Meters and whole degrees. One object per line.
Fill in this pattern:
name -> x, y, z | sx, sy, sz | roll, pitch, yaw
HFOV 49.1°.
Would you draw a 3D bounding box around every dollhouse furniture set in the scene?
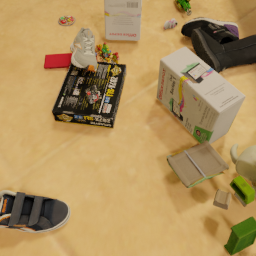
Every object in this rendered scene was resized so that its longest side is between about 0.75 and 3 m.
dollhouse furniture set -> 2.392, 1.823, 7.818 | 1.470, 1.136, 2.942 | -23, 49, -12

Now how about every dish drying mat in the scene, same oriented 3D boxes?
dish drying mat -> -2.306, -2.751, 11.371 | 2.121, 0.193, 0.815 | -5, 54, -2

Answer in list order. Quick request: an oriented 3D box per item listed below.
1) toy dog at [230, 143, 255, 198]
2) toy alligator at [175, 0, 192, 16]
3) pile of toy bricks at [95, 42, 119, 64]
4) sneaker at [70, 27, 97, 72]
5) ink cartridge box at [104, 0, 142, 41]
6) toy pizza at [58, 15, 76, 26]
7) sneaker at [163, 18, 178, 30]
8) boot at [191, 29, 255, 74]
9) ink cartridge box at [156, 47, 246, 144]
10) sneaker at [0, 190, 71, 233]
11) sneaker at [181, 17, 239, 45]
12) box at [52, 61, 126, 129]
toy dog -> 4.392, 0.942, 8.139 | 2.289, 1.597, 2.219 | -29, 36, -21
toy alligator -> 2.764, -5.866, 13.342 | 0.563, 0.615, 2.075 | 18, 44, -38
pile of toy bricks -> -0.936, -3.091, 11.206 | 0.735, 0.654, 1.326 | -20, 56, -37
sneaker -> -1.539, -2.895, 10.022 | 0.886, 1.076, 2.339 | 8, 35, -29
ink cartridge box -> -0.190, -4.769, 11.558 | 1.513, 2.050, 0.878 | 4, 35, 3
toy pizza -> -2.845, -5.011, 12.971 | 0.816, 0.129, 0.816 | 0, 55, 0
sneaker -> 1.938, -4.651, 12.596 | 0.831, 0.338, 0.366 | -37, 61, -22
boot -> 4.208, -3.406, 11.340 | 2.710, 0.889, 2.234 | -19, 69, -7
ink cartridge box -> 2.164, -1.013, 9.076 | 1.118, 1.929, 2.664 | -30, 60, -18
sneaker -> -2.807, 2.221, 7.443 | 2.448, 0.972, 0.960 | -1, 54, -2
sneaker -> 3.485, -3.944, 11.796 | 2.444, 0.925, 1.070 | 2, 61, 2
box -> -1.298, -1.308, 10.075 | 2.114, 0.653, 2.647 | 8, 56, 4
